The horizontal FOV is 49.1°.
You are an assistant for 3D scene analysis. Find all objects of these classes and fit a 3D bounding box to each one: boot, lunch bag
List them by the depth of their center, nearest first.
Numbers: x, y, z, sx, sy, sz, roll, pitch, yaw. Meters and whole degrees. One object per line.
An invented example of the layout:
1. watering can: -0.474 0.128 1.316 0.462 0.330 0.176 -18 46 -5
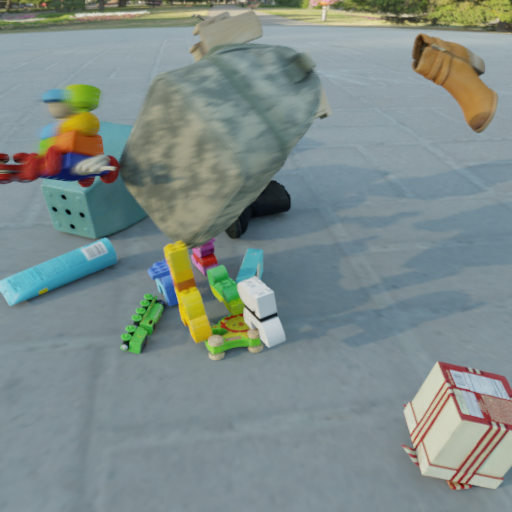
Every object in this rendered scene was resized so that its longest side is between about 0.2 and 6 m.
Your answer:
1. lunch bag: -0.486 -1.813 9.049 2.542 3.031 2.112 -35 85 -34
2. boot: 3.904 -3.491 11.140 1.611 0.796 2.075 14 65 -21
3. boot: 0.006 -1.153 13.121 1.783 0.810 2.122 -12 25 -13

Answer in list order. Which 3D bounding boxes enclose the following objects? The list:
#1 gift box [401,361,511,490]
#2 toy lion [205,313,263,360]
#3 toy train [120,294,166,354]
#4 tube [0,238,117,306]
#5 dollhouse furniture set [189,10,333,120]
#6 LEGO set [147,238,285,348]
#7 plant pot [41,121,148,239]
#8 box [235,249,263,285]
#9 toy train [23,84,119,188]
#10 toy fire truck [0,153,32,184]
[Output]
1. gift box: 2.456 2.069 6.918 1.231 1.149 1.136 15 31 -4
2. toy lion: -0.364 1.264 9.328 1.050 0.360 1.006 -9 23 -15
3. toy train: -1.904 1.132 9.560 0.421 0.311 1.493 13 30 2
4. tube: -3.821 0.296 10.878 2.219 0.559 0.859 -25 35 -31
5. dollhouse furniture set: -0.171 -3.518 12.202 1.938 2.804 2.970 -25 10 -15
6. LEGO set: -0.996 0.240 9.552 1.382 1.486 3.622 -20 28 -19
7. plant pot: -3.566 -1.665 13.153 1.894 1.895 2.681 12 40 21
8. box: -0.117 0.386 10.644 0.318 0.532 1.294 4 30 8
9. toy train: -2.661 -1.950 8.683 1.126 1.539 2.660 3 -1 -39
10. toy fire truck: -4.397 -1.477 10.000 0.872 0.489 0.732 -9 -11 -35
